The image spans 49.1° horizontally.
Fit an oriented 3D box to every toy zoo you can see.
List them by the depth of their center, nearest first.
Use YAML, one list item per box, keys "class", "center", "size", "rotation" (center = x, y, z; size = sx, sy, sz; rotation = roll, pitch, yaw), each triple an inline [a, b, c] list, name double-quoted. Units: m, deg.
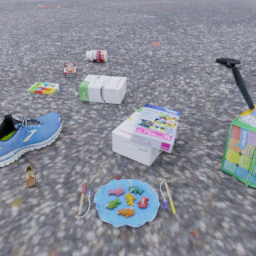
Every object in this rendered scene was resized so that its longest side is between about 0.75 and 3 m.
- class: "toy zoo"
  center: [-3.869, -1.867, 13.183]
  size: [1.376, 0.141, 0.903]
  rotation: [7, 34, 12]

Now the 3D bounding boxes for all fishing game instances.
- class: "fishing game"
  center: [-0.050, 1.836, 7.278]
  size: [2.484, 0.386, 1.779]
  rotation: [0, 30, 0]

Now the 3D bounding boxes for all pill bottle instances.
- class: "pill bottle"
  center: [-1.810, -4.193, 16.306]
  size: [1.157, 0.654, 0.654]
  rotation: [3, 33, 5]

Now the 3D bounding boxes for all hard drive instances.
- class: "hard drive"
  center: [3.218, -1.097, 7.808]
  size: [0.179, 1.090, 0.761]
  rotation: [-23, 44, 27]

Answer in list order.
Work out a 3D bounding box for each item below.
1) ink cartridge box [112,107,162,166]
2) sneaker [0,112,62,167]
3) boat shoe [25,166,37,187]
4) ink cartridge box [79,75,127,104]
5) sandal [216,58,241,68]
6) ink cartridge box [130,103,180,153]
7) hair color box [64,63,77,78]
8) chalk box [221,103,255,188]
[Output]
- class: "ink cartridge box"
  center: [0.567, 0.207, 9.321]
  size: [1.421, 0.824, 1.963]
  rotation: [20, 38, 24]
- class: "sneaker"
  center: [-3.333, 0.086, 9.140]
  size: [1.119, 1.270, 2.848]
  rotation: [22, 38, 30]
- class: "boat shoe"
  center: [-2.819, 1.381, 8.039]
  size: [0.290, 0.283, 0.767]
  rotation: [-15, 36, -21]
- class: "ink cartridge box"
  center: [-1.064, -1.722, 12.372]
  size: [1.833, 0.773, 1.339]
  rotation: [6, 33, 10]
- class: "sandal"
  center: [5.678, -3.658, 15.789]
  size: [0.673, 0.428, 1.790]
  rotation: [-12, 22, -16]
- class: "ink cartridge box"
  center: [0.933, -0.148, 8.756]
  size: [1.230, 0.433, 2.061]
  rotation: [15, 36, 8]
- class: "hair color box"
  center: [-3.057, -3.057, 14.809]
  size: [0.620, 0.374, 1.221]
  rotation: [-5, 34, -10]
- class: "chalk box"
  center: [3.865, 0.577, 7.926]
  size: [1.751, 1.760, 2.829]
  rotation: [28, 41, 36]
